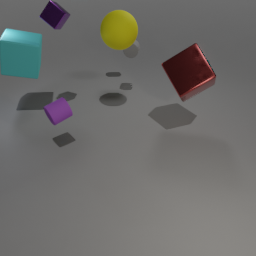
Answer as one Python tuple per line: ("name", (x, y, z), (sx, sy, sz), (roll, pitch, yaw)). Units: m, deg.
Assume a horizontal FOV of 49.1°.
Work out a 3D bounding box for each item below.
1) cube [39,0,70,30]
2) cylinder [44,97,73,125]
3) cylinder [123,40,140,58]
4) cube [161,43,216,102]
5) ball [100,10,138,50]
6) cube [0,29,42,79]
("cube", (-2.644, -4.092, 10.192), (0.700, 0.700, 0.700), (39, 17, -9))
("cylinder", (-2.308, -0.551, 9.265), (0.700, 0.700, 0.700), (-32, 42, -21))
("cylinder", (0.172, -3.696, 13.025), (0.700, 0.700, 0.700), (4, 32, 7))
("cube", (2.241, -1.968, 10.264), (1.400, 1.400, 1.400), (-30, -9, 13))
("ball", (-0.329, -3.621, 10.389), (1.400, 1.400, 1.400), (0, 32, 0))
("cube", (-4.237, -2.962, 11.193), (1.400, 1.400, 1.400), (5, 36, -15))
